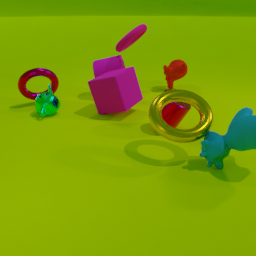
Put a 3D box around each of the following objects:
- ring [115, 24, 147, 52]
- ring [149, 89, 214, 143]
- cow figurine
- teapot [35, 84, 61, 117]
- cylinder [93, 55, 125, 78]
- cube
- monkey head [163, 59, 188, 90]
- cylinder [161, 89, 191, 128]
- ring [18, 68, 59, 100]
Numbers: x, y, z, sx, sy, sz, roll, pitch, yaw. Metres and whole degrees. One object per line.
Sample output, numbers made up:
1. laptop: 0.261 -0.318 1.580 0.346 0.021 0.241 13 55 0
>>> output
1. ring: 0.118 -3.388 10.582 1.457 0.291 1.457 -38 6 5
2. ring: 1.285 -0.321 6.817 1.568 0.314 1.568 0 54 0
3. cow figurine: 2.482 0.262 6.230 1.617 0.902 1.643 -43 19 -18
4. teapot: -2.798 -0.921 9.665 0.883 0.695 1.420 -2 47 6
5. cylinder: -0.702 -2.246 11.220 1.133 1.133 1.133 -11 23 8
6. cube: -0.411 -1.284 9.634 1.216 1.216 1.216 -4 23 36
7. monkey head: 2.115 -2.351 12.228 1.033 1.233 1.714 -10 5 5
8. cylinder: 1.237 -0.515 8.357 0.936 0.936 0.936 24 31 -15
9. ring: -3.304 -1.606 10.371 1.478 1.478 0.296 -10 53 -22
